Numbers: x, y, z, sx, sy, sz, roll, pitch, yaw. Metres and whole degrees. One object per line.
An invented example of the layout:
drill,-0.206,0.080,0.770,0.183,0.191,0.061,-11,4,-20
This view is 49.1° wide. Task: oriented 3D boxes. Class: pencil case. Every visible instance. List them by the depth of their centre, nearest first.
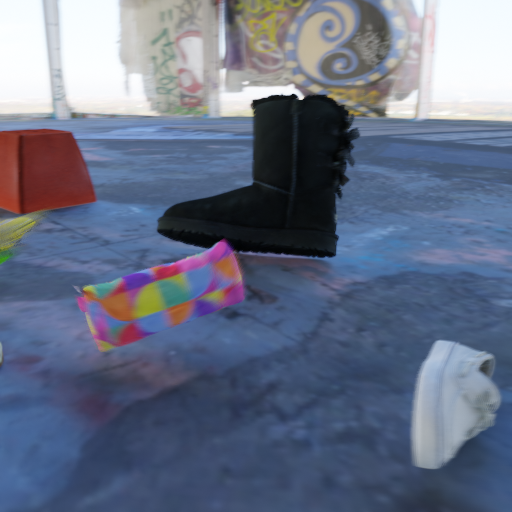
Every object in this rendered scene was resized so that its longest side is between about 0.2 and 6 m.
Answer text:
pencil case,-1.037,0.423,6.155,1.783,0.788,0.788,-16,21,-13

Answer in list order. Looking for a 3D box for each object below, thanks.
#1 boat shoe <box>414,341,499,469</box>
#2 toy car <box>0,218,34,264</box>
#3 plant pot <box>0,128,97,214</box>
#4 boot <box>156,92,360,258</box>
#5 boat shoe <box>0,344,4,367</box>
boat shoe,1.716,1.210,4.707,0.594,0.651,1.808,3,9,24
toy car,-3.758,-0.031,7.898,1.434,0.320,1.350,-45,10,-16
plant pot,-5.257,-2.140,13.504,1.968,1.734,1.966,15,22,41
boot,0.076,-1.387,9.344,3.195,2.618,1.182,5,-10,7
boat shoe,-3.198,1.000,4.799,0.860,0.914,2.400,3,18,10
